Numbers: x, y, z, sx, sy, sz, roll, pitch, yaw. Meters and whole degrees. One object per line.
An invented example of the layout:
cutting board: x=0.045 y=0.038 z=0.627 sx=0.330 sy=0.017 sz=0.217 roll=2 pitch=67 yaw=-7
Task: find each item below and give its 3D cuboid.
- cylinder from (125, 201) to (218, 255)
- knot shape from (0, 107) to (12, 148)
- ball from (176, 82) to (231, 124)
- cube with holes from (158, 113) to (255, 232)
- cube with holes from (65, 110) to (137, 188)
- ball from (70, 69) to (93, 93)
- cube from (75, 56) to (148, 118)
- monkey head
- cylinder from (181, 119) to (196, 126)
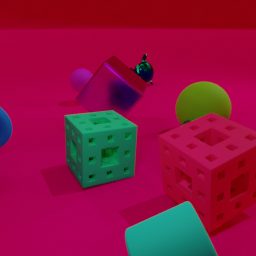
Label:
cylinder: x=0.453 y=1.242 z=2.848 sx=0.745 sy=0.745 sz=0.745 roll=-25 pitch=22 yaw=2
knot shape: x=-3.161 y=0.053 z=5.343 sx=1.497 sy=1.600 sz=0.739 roll=34 pitch=-5 yaw=13
ball: x=1.910 y=-0.489 z=7.155 sx=1.366 sy=1.366 sz=1.366 roll=0 pitch=21 yaw=0
cube with holes: x=1.250 y=0.588 z=4.214 sx=1.082 sy=1.082 sz=1.082 roll=-22 pitch=31 yaw=-23
cube with holes: x=-0.554 y=0.346 z=5.415 sx=1.040 sy=1.040 sz=1.040 roll=-8 pitch=23 yaw=-27
ball: x=-1.626 y=-1.665 z=9.923 sx=0.851 sy=0.851 sz=0.851 roll=0 pitch=21 yaw=0
cube: x=-0.412 y=-1.020 z=7.868 sx=1.335 sy=1.335 sz=1.335 roll=40 pitch=22 yaw=-8
monkey head: x=0.622 y=-2.532 z=12.542 sx=0.916 sy=1.521 sz=1.094 roll=-29 pitch=36 yaw=-17
cylinder: x=1.562 y=0.249 z=6.158 sx=0.736 sy=0.736 sz=0.736 roll=-9 pitch=23 yaw=-22
